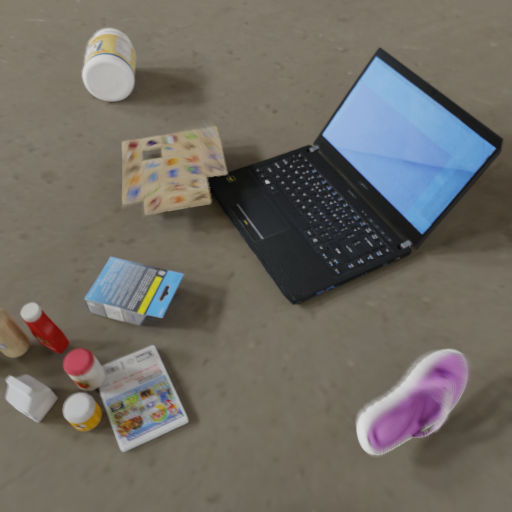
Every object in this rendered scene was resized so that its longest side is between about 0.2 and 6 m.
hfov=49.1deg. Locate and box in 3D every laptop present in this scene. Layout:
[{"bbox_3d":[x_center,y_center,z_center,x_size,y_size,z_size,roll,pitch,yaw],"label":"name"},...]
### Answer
[{"bbox_3d":[1.478,-1.583,9.944,3.892,2.010,3.450,-21,51,-18],"label":"laptop"}]

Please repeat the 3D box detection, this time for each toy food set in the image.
[{"bbox_3d":[-3.178,1.409,7.791,2.471,1.112,1.179,23,59,21],"label":"toy food set"}]

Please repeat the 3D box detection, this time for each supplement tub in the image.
[{"bbox_3d":[-3.407,-4.482,13.076,1.133,1.133,1.567,-5,48,-4],"label":"supplement tub"}]

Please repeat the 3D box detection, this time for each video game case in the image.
[{"bbox_3d":[-1.680,2.000,8.031,0.967,0.122,1.351,-21,52,-18],"label":"video game case"}]

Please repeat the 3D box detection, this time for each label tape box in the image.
[{"bbox_3d":[-1.927,0.608,9.056,1.322,0.418,0.953,13,50,11],"label":"label tape box"}]

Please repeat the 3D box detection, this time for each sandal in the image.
[{"bbox_3d":[2.231,1.998,7.426,2.046,0.832,0.503,-31,12,-25],"label":"sandal"}]

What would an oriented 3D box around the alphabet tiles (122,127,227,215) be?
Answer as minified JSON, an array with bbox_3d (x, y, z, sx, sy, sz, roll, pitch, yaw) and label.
[{"bbox_3d":[-1.587,-1.672,10.782,1.982,0.089,2.371,-10,46,-4],"label":"alphabet tiles"}]
